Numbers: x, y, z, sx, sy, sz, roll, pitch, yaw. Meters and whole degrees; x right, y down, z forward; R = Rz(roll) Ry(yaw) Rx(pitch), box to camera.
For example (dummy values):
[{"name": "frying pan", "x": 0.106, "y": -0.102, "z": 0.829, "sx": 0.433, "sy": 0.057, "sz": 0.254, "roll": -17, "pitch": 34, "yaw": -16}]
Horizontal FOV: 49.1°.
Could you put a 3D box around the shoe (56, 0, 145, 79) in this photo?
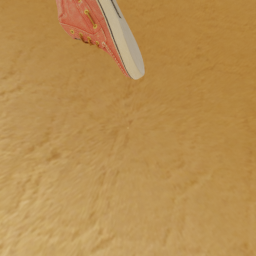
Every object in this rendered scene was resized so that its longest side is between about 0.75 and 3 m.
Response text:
[{"name": "shoe", "x": -0.623, "y": -2.024, "z": 6.003, "sx": 1.154, "sy": 0.906, "sz": 2.536, "roll": -25, "pitch": 87, "yaw": 20}]
